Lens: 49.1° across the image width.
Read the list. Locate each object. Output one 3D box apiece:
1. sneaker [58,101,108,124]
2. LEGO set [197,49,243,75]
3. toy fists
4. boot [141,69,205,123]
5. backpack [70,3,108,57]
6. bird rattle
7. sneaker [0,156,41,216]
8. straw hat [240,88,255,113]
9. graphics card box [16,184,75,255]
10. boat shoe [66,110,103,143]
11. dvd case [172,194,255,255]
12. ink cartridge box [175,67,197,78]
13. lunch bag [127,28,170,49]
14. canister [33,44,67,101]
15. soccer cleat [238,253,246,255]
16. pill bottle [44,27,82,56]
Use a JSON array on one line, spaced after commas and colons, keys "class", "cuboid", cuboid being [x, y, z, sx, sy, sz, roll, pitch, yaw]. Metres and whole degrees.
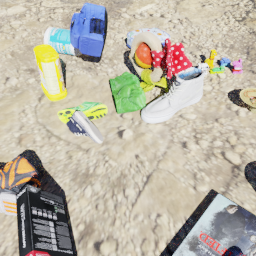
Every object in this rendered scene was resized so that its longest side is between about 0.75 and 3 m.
[{"class": "sneaker", "cuboid": [-1.633, -0.551, 10.124, 1.770, 0.656, 0.740, -10, 27, -13]}, {"class": "LEGO set", "cuboid": [4.003, -2.966, 12.444, 2.150, 0.882, 0.820, -4, 42, -4]}, {"class": "toy fists", "cuboid": [-0.007, -1.413, 10.706, 1.177, 0.794, 2.309, -11, 38, -5]}, {"class": "boot", "cuboid": [1.653, -1.281, 10.252, 2.806, 1.341, 1.032, -29, 50, -25]}, {"class": "backpack", "cuboid": [-1.469, -3.898, 10.757, 1.433, 1.387, 1.707, 10, 73, -15]}, {"class": "bird rattle", "cuboid": [0.846, -2.440, 10.382, 1.643, 2.916, 2.378, -29, 76, -18]}, {"class": "sneaker", "cuboid": [-3.676, 1.459, 7.716, 2.643, 1.025, 1.481, 13, 38, 2]}, {"class": "straw hat", "cuboid": [4.804, -0.872, 10.380, 1.429, 0.605, 1.429, 0, 40, 0]}, {"class": "graphics card box", "cuboid": [-1.925, 2.325, 6.474, 0.490, 1.209, 1.927, -40, 45, 15]}, {"class": "boat shoe", "cuboid": [-1.476, 0.107, 9.467, 1.446, 0.671, 0.540, 50, 17, 17]}, {"class": "dvd case", "cuboid": [2.306, 2.955, 6.459, 1.972, 0.297, 2.702, 31, 52, 29]}, {"class": "ink cartridge box", "cuboid": [2.495, -2.265, 11.862, 0.889, 0.643, 0.374, 22, 47, 22]}, {"class": "lunch bag", "cuboid": [1.012, -4.325, 14.022, 2.060, 0.778, 1.650, -24, 50, -25]}, {"class": "canister", "cuboid": [-3.011, -2.147, 10.864, 0.787, 1.819, 1.351, -22, 48, -22]}, {"class": "soccer cleat", "cuboid": [2.260, 3.010, 6.033, 0.843, 0.287, 0.308, -26, 22, -18]}, {"class": "pill bottle", "cuboid": [-2.867, -4.133, 13.492, 2.097, 1.162, 1.162, 12, 44, 13]}]
